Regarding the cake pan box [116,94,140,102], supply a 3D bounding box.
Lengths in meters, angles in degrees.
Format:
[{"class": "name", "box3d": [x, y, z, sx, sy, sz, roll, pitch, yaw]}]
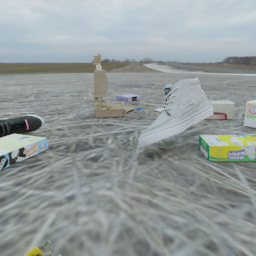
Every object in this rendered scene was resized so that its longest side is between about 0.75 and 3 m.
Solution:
[{"class": "cake pan box", "box3d": [0.027, -1.770, 16.316, 1.013, 0.288, 1.100, -16, 21, -42]}]

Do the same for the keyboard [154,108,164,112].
[{"class": "keyboard", "box3d": [2.111, -0.900, 13.179, 1.859, 0.099, 0.523, -10, 17, -33]}]

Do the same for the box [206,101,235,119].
[{"class": "box", "box3d": [3.571, -0.733, 11.312, 1.215, 0.662, 0.777, 1, 14, 4]}]

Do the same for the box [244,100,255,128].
[{"class": "box", "box3d": [5.023, -0.424, 9.603, 1.730, 0.877, 0.973, 13, 18, 43]}]

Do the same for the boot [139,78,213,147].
[{"class": "boot", "box3d": [1.134, -0.510, 7.435, 2.665, 1.274, 0.980, -25, 1, -37]}]

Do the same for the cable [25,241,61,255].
[{"class": "cable", "box3d": [-1.235, 1.671, 2.750, 1.374, 0.346, 0.667, -24, 42, -32]}]

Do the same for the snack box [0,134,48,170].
[{"class": "snack box", "box3d": [-2.985, 0.567, 6.695, 1.122, 0.358, 1.931, 6, 15, 22]}]

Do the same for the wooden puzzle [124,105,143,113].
[{"class": "wooden puzzle", "box3d": [-0.275, -0.852, 12.846, 1.708, 0.200, 1.152, 9, 21, 33]}]

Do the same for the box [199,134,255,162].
[{"class": "box", "box3d": [2.790, 0.474, 6.967, 1.819, 0.440, 1.067, -2, 13, 2]}]

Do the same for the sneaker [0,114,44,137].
[{"class": "sneaker", "box3d": [-3.526, -0.017, 8.708, 1.703, 0.602, 0.845, -4, 15, 5]}]

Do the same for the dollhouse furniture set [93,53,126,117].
[{"class": "dollhouse furniture set", "box3d": [-0.753, -1.845, 11.370, 1.278, 2.617, 2.232, -2, 25, -8]}]
